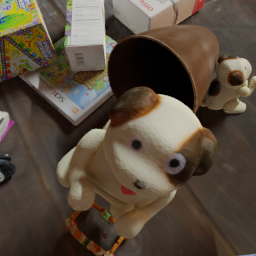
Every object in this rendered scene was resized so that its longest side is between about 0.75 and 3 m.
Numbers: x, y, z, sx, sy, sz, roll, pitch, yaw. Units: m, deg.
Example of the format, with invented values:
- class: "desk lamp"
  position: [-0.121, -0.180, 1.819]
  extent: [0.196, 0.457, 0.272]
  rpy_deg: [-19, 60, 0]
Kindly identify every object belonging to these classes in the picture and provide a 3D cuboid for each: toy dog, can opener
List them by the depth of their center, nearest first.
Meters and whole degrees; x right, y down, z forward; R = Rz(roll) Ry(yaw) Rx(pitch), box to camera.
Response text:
- class: "toy dog"
  position: [0.220, 0.442, 4.450]
  extent: [1.858, 2.663, 2.582]
  rpy_deg: [44, 71, -2]
- class: "can opener"
  position: [-3.644, 1.369, 6.837]
  extent: [1.899, 0.746, 0.602]
  rpy_deg: [-36, 107, -14]
- class: "toy dog"
  position: [2.662, -1.263, 7.532]
  extent: [1.591, 1.641, 1.145]
  rpy_deg: [-5, 61, -3]

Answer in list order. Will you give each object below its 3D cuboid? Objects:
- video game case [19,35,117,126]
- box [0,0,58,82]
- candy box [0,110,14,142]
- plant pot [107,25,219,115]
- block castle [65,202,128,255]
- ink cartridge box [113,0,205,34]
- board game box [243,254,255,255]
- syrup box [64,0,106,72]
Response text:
- class: "video game case"
  position: [-1.429, -1.819, 8.567]
  extent: [2.639, 0.320, 2.899]
  rpy_deg: [39, 69, 19]
- class: "box"
  position: [-3.572, -2.821, 8.279]
  extent: [2.247, 1.423, 2.333]
  rpy_deg: [-22, 57, -7]
- class: "candy box"
  position: [-4.273, -0.094, 7.514]
  extent: [1.880, 0.573, 1.282]
  rpy_deg: [21, 64, 11]
- class: "plant pot"
  position: [1.291, -1.662, 7.516]
  extent: [2.552, 2.552, 2.730]
  rpy_deg: [36, 51, 17]
- class: "block castle"
  position: [-0.676, 2.264, 6.260]
  extent: [1.341, 0.629, 0.896]
  rpy_deg: [35, 63, 14]
- class: "ink cartridge box"
  position: [1.052, -4.378, 9.485]
  extent: [2.640, 1.093, 1.934]
  rpy_deg: [-37, 68, -18]
- class: "board game box"
  position: [2.899, 3.339, 5.845]
  extent: [1.667, 0.325, 1.317]
  rpy_deg: [-5, 62, -2]
- class: "syrup box"
  position: [-1.247, -3.103, 8.459]
  extent: [1.090, 1.054, 2.677]
  rpy_deg: [-4, 62, -2]
